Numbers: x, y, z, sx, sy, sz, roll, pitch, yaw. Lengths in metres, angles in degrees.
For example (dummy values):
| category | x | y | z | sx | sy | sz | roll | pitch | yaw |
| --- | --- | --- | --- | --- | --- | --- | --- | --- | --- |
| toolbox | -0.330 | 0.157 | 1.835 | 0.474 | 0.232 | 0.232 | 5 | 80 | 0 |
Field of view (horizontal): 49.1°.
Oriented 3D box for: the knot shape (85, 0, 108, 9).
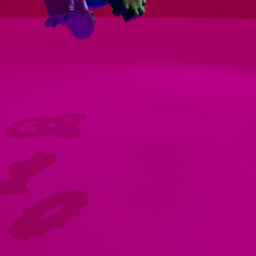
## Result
| category | x | y | z | sx | sy | sz | roll | pitch | yaw |
| --- | --- | --- | --- | --- | --- | --- | --- | --- | --- |
| knot shape | -1.043 | -3.911 | 7.384 | 1.922 | 0.949 | 2.054 | 8 | 39 | -7 |

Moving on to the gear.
| category | x | y | z | sx | sy | sz | roll | pitch | yaw |
| --- | --- | --- | --- | --- | --- | --- | --- | --- | --- |
| gear | -0.146 | -2.216 | 4.261 | 0.213 | 1.154 | 1.154 | -19 | 11 | 33 |

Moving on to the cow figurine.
| category | x | y | z | sx | sy | sz | roll | pitch | yaw |
| --- | --- | --- | --- | --- | --- | --- | --- | --- | --- |
| cow figurine | -1.057 | -2.092 | 5.314 | 0.710 | 1.294 | 1.273 | -13 | 56 | 14 |
